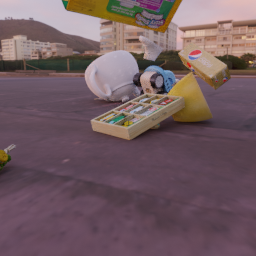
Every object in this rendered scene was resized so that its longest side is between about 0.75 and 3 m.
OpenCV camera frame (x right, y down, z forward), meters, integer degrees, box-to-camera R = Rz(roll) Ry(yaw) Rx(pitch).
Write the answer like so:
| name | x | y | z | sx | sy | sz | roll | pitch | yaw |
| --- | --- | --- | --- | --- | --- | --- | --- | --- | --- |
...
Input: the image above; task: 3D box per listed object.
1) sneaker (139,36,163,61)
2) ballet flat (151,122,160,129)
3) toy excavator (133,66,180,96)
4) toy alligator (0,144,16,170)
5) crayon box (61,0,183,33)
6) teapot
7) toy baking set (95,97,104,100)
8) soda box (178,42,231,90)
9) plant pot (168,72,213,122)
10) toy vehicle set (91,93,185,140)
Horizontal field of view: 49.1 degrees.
| name | x | y | z | sx | sy | sz | roll | pitch | yaw |
| --- | --- | --- | --- | --- | --- | --- | --- | --- | --- |
| sneaker | 0.826 | -3.221 | 11.570 | 1.316 | 0.761 | 0.485 | 19 | 22 | -42 |
| ballet flat | 0.488 | -0.199 | 7.867 | 0.403 | 0.403 | 1.141 | -8 | 16 | -31 |
| toy excavator | 1.821 | -1.940 | 13.001 | 1.319 | 2.567 | 2.640 | 14 | 46 | 45 |
| toy alligator | -2.073 | 0.554 | 4.412 | 0.429 | 0.311 | 1.295 | -30 | 6 | 15 |
| crayon box | 0.009 | -2.406 | 4.650 | 1.999 | 1.187 | 0.582 | 1 | 49 | -31 |
| teapot | -0.587 | -2.169 | 13.267 | 2.803 | 2.047 | 2.767 | -23 | -11 | -15 |
| toy baking set | -1.054 | -1.590 | 14.668 | 1.314 | 0.153 | 1.009 | 2 | 12 | 11 |
| soda box | 2.037 | -1.702 | 7.567 | 0.527 | 0.498 | 1.557 | -38 | 45 | 4 |
| plant pot | 1.753 | -0.771 | 8.455 | 1.066 | 1.502 | 1.502 | -25 | 6 | 15 |
| toy vehicle set | 0.305 | -0.391 | 7.493 | 1.401 | 0.299 | 2.255 | 12 | 32 | 44 |
